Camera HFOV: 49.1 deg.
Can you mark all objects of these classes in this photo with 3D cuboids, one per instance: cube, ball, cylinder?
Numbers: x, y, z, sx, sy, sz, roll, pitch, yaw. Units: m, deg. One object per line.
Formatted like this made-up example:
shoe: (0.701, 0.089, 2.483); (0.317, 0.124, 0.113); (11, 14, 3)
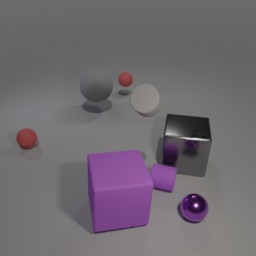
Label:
cube: (1.837, 0.522, 9.014); (1.400, 1.400, 1.400); (6, 32, 9)
ball: (-3.594, 0.356, 9.945); (0.700, 0.700, 0.700); (0, 32, 0)
ball: (-0.112, -2.304, 13.336); (0.700, 0.700, 0.700); (0, 32, 0)
cylinder: (1.025, 1.439, 8.178); (0.700, 0.700, 0.700); (11, 33, 13)
cube: (-0.264, 1.556, 7.150); (1.400, 1.400, 1.400); (-4, 31, -12)
cylinder: (0.444, -0.653, 6.785); (0.700, 0.700, 0.700); (8, -4, 13)
ball: (1.709, 2.037, 7.194); (0.700, 0.700, 0.700); (0, 32, 0)
ball: (-1.328, -1.783, 11.788); (1.400, 1.400, 1.400); (0, 32, 0)
